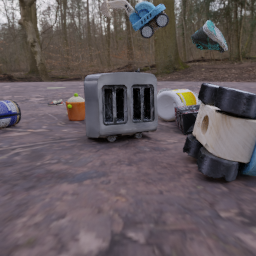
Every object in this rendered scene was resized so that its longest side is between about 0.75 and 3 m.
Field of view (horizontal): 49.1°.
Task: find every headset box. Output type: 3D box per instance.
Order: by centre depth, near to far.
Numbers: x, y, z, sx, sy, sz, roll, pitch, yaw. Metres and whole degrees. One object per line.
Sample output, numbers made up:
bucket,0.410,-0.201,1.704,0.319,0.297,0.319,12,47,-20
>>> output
headset box,2.166,-0.326,8.597,1.267,0.657,1.702,-5,13,3

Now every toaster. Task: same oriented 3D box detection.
toaster,-0.190,-0.670,7.424,1.744,1.929,1.144,-5,8,-27

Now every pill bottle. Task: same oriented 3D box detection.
pill bottle,-4.172,-0.391,8.670,0.845,0.845,1.510,7,13,30
pill bottle,1.916,-0.912,10.615,1.083,1.083,1.983,8,14,36

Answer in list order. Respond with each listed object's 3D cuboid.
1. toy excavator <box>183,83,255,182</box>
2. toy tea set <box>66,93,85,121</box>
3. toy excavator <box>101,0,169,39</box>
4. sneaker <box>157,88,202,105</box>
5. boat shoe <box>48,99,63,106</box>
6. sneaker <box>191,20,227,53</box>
toy excavator,2.682,0.102,5.614,2.936,1.467,2.855,12,13,-4
toy tea set,-1.695,-0.940,11.008,1.565,0.974,2.632,-3,12,-16
toy excavator,0.194,-2.924,7.155,1.369,1.408,0.703,-32,13,20
sneaker,2.430,-1.198,12.830,1.066,1.012,2.649,3,12,-43
boat shoe,-3.812,-1.319,14.647,0.877,0.274,0.312,-12,18,-41
sneaker,2.743,-2.959,9.518,0.862,0.733,1.889,-26,-23,32
